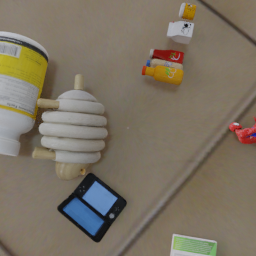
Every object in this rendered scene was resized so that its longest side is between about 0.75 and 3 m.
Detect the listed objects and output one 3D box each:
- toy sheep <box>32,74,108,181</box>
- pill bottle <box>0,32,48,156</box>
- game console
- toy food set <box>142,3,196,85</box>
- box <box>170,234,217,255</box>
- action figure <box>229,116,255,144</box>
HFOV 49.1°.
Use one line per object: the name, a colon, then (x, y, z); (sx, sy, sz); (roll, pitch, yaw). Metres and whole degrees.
toy sheep: (-1.321, -0.011, 6.705); (1.770, 1.770, 2.567); (7, 94, 1)
pill bottle: (-2.989, -0.776, 6.899); (1.554, 1.554, 2.774); (9, 79, 2)
game console: (-0.830, 1.880, 6.810); (1.280, 0.745, 1.126); (38, 82, 6)
toy food set: (1.057, -2.201, 7.408); (1.016, 1.078, 2.257); (12, 82, 2)
box: (1.527, 3.416, 6.769); (1.070, 0.269, 1.483); (9, 81, 2)
action figure: (3.649, 0.210, 6.913); (2.195, 0.716, 1.086); (30, 82, 31)
